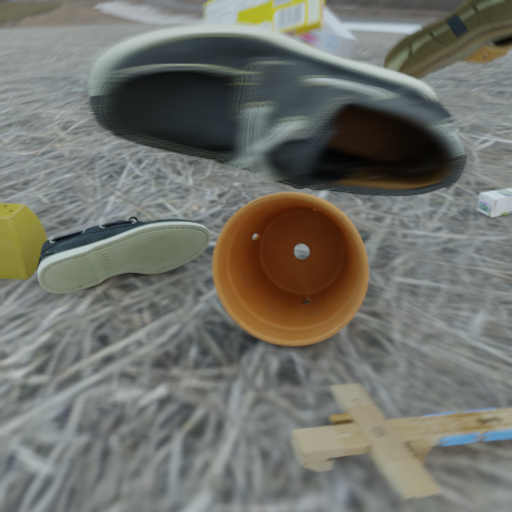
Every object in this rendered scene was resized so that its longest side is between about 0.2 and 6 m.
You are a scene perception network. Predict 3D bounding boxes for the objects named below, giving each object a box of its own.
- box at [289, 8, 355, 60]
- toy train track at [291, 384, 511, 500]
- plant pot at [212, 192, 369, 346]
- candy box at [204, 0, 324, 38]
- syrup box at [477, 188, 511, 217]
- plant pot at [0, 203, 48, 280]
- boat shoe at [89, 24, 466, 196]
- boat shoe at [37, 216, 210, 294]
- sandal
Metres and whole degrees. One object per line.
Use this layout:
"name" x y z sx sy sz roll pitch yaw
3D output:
"box" 1.097 -4.298 11.626 0.420 1.590 2.040 -8 51 -30
"toy train track" 1.806 1.944 5.778 2.973 0.484 1.705 -1 21 -15
"plant pot" 0.563 0.070 7.843 2.032 2.032 1.422 7 13 12
"candy box" 0.074 -3.615 8.420 1.939 0.991 0.256 -5 -20 26
"syrup box" 5.063 -1.101 11.436 1.015 0.413 0.400 -11 28 -19
"plant pot" -4.141 -0.309 9.309 0.999 1.029 1.006 2 27 5
"boat shoe" 0.218 -1.234 5.116 3.454 1.241 1.168 6 43 -10
"boat shoe" -2.154 -0.190 9.108 2.746 1.026 0.911 -19 45 -15
"sandal" 3.658 -3.586 9.218 3.090 0.834 1.241 -22 47 24
